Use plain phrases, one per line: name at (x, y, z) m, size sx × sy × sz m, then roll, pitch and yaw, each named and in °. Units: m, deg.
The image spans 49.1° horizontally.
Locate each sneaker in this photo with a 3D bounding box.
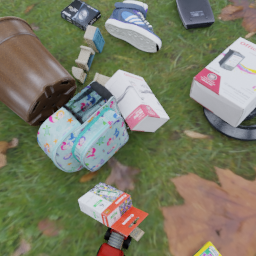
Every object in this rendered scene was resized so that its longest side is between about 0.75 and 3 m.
sneaker at (0.581, -4.537, 11.885) m, size 2.741 × 1.104 × 2.007 m, roll 28°, pitch 71°, yaw 19°

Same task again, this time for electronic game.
electronic game at (4.203, -0.762, 10.303) m, size 2.833 × 0.590 × 2.833 m, roll -2°, pitch 57°, yaw 4°

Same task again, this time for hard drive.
hard drive at (2.962, -5.378, 12.675) m, size 1.443 × 0.453 × 2.139 m, roll -8°, pitch 64°, yaw -4°

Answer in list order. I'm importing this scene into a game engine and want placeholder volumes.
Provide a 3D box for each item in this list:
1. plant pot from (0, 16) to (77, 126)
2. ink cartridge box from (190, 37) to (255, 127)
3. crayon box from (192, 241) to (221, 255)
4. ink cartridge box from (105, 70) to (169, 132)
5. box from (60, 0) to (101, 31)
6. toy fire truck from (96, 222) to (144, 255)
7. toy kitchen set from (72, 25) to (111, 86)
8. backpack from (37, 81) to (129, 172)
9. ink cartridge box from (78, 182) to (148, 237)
plant pot at (-3.545, -1.746, 9.742) m, size 2.860 × 2.889 × 2.889 m, roll 43°, pitch 71°, yaw 10°
ink cartridge box at (3.874, -1.685, 9.886) m, size 2.763 × 1.183 × 2.039 m, roll -42°, pitch 63°, yaw -18°
crayon box at (2.401, 3.935, 8.191) m, size 0.761 × 0.257 × 0.881 m, roll -33°, pitch 68°, yaw -17°
ink cartridge box at (0.304, -0.926, 9.824) m, size 0.851 × 1.506 × 2.055 m, roll -43°, pitch 64°, yaw 27°
box at (-2.126, -5.119, 12.627) m, size 1.433 × 0.312 × 1.148 m, roll 35°, pitch 69°, yaw 16°
toy fire truck at (-0.201, 3.127, 7.799) m, size 1.071 × 1.665 × 1.466 m, roll 21°, pitch 65°, yaw 11°
toy kitchen set at (-1.009, -2.602, 11.110) m, size 1.719 × 1.264 × 2.145 m, roll 18°, pitch 85°, yaw 9°
backpack at (-1.369, 0.185, 8.893) m, size 2.672 × 2.372 × 2.012 m, roll -37°, pitch 65°, yaw -12°
ink cartridge box at (-0.393, 1.999, 7.105) m, size 1.623 × 0.409 × 0.884 m, roll 15°, pitch 35°, yaw 39°
